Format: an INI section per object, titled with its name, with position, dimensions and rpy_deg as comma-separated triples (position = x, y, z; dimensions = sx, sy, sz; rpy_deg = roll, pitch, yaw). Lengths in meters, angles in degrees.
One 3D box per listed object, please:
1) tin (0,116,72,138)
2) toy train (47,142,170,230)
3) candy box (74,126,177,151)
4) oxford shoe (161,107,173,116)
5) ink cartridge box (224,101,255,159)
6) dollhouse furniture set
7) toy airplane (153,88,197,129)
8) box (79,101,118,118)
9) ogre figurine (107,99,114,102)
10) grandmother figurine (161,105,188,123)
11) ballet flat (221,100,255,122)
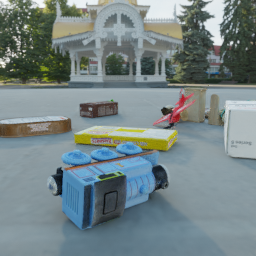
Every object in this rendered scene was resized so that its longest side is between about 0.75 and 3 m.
[tin]
position = -3.062, -0.080, 9.204
dimensions = 2.449, 0.513, 1.371
rpy_deg = -6, 16, -30
[toy train]
position = -0.184, 0.725, 3.946
dimensions = 1.783, 0.773, 1.019
rpy_deg = -6, 20, -40
[candy box]
position = -0.032, 0.237, 7.672
dimensions = 2.561, 0.338, 1.309
rpy_deg = 3, 13, 20
[oxford shoe]
position = 1.531, -0.685, 11.283
dimensions = 0.292, 0.339, 0.803
rpy_deg = -43, 14, -15
[ink cartridge box]
position = 3.468, -0.052, 7.085
dimensions = 1.913, 1.104, 2.629
rpy_deg = 3, 11, 17
[dollhouse furniture set]
position = 3.730, -1.060, 12.037
dimensions = 2.816, 1.375, 2.401
rpy_deg = -8, 13, -38
[toy airplane]
position = 1.776, -0.672, 10.083
dimensions = 0.378, 2.056, 2.056
rpy_deg = 41, -1, -17
[box]
position = -1.345, -0.896, 13.234
dimensions = 0.881, 0.660, 1.760
rpy_deg = 9, 12, 40
[ogre figurine]
position = -0.870, -1.208, 14.941
dimensions = 0.941, 0.564, 0.462
rpy_deg = -14, -11, -46
[grandmother figurine]
position = 1.983, -0.672, 11.973
dimensions = 1.254, 0.626, 2.069
rpy_deg = -6, 11, -6
[ballet flat]
position = 4.537, -0.466, 10.855
dimensions = 2.835, 0.956, 0.884
rpy_deg = -15, 46, -45
